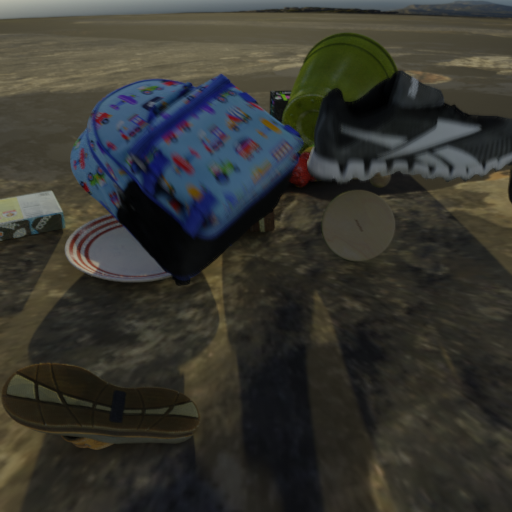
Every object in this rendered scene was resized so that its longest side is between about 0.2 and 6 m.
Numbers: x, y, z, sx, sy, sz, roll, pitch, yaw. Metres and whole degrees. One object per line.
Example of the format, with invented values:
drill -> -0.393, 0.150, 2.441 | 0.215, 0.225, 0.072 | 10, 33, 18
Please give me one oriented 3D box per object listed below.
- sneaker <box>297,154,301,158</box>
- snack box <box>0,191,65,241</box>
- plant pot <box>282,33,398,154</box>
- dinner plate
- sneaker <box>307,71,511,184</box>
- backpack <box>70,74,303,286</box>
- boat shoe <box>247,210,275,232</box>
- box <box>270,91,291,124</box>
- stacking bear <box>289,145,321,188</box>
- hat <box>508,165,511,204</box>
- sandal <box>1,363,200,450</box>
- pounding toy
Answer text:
sneaker -> 0.338, -2.342, 12.570 | 2.196, 1.191, 0.770 | -11, 31, -18
snack box -> -4.702, -0.690, 10.438 | 2.002, 0.371, 1.163 | -14, 32, -23
plant pot -> 1.941, -3.753, 14.054 | 2.739, 2.739, 2.638 | 13, 44, 21
dinner plate -> -1.914, -0.170, 9.539 | 2.545, 0.308, 2.545 | 1, 31, -1
sneaker -> 2.402, -1.922, 8.140 | 3.334, 1.508, 1.108 | -3, 37, 3
backpack -> -1.182, -1.545, 8.474 | 2.991, 2.012, 2.731 | 42, 56, 9
boat shoe -> -0.242, -1.323, 11.035 | 0.961, 0.959, 2.598 | -7, 29, -1
box -> 0.927, -4.421, 16.745 | 0.942, 0.788, 1.268 | -3, 28, -5
stacking bear -> 1.306, -2.001, 12.383 | 1.585, 0.901, 0.962 | -25, 39, -29
hat -> 5.699, -1.339, 10.279 | 3.764, 1.518, 3.764 | 9, 22, -4
sandal -> -1.670, 1.722, 6.010 | 2.098, 0.567, 0.843 | 12, 32, -8
pounding toy -> 1.703, -0.724, 9.418 | 1.184, 1.534, 0.712 | -1, 12, 10
